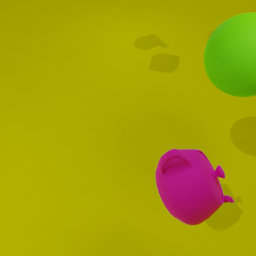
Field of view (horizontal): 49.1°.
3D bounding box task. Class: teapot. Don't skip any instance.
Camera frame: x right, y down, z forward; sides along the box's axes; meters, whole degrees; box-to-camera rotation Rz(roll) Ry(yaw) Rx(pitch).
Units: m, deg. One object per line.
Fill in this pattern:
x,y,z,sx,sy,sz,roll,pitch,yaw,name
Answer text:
1.105,0.904,4.527,0.969,1.979,1.231,-28,42,23,teapot

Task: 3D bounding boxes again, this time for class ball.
1.990,-1.212,4.741,1.372,1.372,1.372,0,55,0,ball
